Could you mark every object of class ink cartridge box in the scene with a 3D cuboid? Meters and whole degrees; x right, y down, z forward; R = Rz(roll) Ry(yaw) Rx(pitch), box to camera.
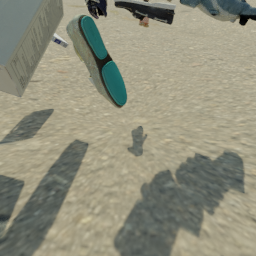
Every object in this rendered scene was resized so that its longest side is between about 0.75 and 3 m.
[{"bbox_3d":[-2.544,-3.074,9.208,0.983,0.213,0.965,39,11,7],"label":"ink cartridge box"}]

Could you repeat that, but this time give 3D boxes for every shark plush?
[{"bbox_3d":[1.953,-2.712,5.752,0.987,0.905,2.172,-3,41,-28],"label":"shark plush"}]

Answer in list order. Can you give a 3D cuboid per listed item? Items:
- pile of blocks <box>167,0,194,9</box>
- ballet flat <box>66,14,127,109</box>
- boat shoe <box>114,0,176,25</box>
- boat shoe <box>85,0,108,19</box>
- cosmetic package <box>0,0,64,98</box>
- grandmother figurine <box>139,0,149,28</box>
[{"bbox_3d":[1.582,-4.431,8.462,2.977,1.222,0.925,21,33,-23],"label":"pile of blocks"},{"bbox_3d":[-0.568,-1.178,5.190,0.561,1.801,0.607,-8,23,40],"label":"ballet flat"},{"bbox_3d":[0.194,-1.480,3.543,0.818,0.247,0.302,13,27,14],"label":"boat shoe"},{"bbox_3d":[-1.072,-4.063,8.190,0.763,0.947,2.042,-7,-12,18],"label":"boat shoe"},{"bbox_3d":[-2.576,-2.354,6.754,1.030,1.458,2.817,19,67,1],"label":"cosmetic package"},{"bbox_3d":[0.552,-3.857,9.076,0.318,1.050,0.637,11,6,41],"label":"grandmother figurine"}]
